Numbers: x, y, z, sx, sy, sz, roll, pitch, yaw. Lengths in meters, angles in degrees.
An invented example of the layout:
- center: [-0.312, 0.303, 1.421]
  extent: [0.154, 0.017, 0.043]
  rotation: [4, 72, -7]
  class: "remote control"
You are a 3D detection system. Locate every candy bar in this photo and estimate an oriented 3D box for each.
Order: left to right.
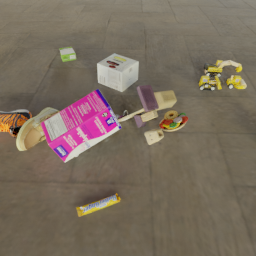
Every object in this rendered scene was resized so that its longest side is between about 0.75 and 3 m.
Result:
- center: [-0.888, 2.338, 8.558]
  extent: [1.380, 0.153, 0.344]
  rotation: [-16, 42, -18]
  class: "candy bar"

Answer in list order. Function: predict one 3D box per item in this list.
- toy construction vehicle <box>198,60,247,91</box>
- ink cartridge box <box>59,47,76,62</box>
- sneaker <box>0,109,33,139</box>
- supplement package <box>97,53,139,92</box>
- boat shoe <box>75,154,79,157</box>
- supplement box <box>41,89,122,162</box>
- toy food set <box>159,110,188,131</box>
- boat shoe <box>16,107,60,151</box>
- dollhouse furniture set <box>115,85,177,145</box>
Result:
- center: [4.725, -2.714, 14.172]
  extent: [2.330, 0.821, 2.029]
  rotation: [3, 40, 4]
  class: "toy construction vehicle"
- center: [-3.574, -4.375, 16.532]
  extent: [0.800, 0.410, 1.082]
  rotation: [-13, 40, -15]
  class: "ink cartridge box"
- center: [-4.824, -0.087, 10.965]
  extent: [2.182, 0.846, 1.223]
  rotation: [-15, 41, -18]
  class: "sneaker"
- center: [-0.495, -2.805, 14.045]
  extent: [1.521, 1.118, 1.454]
  rotation: [24, 45, 25]
  class: "supplement package"
- center: [-1.965, 0.772, 10.365]
  extent: [0.269, 0.285, 0.795]
  rotation: [-14, 43, 12]
  class: "boat shoe"
- center: [-1.626, -0.084, 9.786]
  extent: [2.371, 1.200, 1.225]
  rotation: [-31, 48, -3]
  class: "supplement box"
- center: [1.833, -0.278, 11.355]
  extent: [1.187, 0.292, 1.199]
  rotation: [13, 44, 46]
  class: "toy food set"
- center: [-3.312, -0.014, 10.815]
  extent: [0.822, 0.916, 2.476]
  rotation: [8, 40, 18]
  class: "boat shoe"
- center: [0.859, -0.459, 11.945]
  extent: [1.970, 2.199, 2.775]
  rotation: [-23, -4, 38]
  class: "dollhouse furniture set"
